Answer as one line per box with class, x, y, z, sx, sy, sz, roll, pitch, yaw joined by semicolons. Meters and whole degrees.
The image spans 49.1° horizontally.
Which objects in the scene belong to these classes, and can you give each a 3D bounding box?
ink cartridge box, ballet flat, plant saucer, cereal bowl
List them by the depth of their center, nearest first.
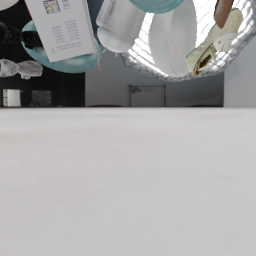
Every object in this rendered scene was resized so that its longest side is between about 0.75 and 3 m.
plant saucer;1.872;-2.635;5.205;0.258;1.498;1.498;16;7;6
plant saucer;0.566;-3.376;5.787;1.901;1.901;0.260;-2;20;-23
ink cartridge box;-1.349;-2.617;5.853;1.012;2.413;2.118;-12;-37;-2
ballet flat;2.593;-2.390;8.262;0.861;0.796;2.553;-12;-15;-22
plant saucer;-2.361;-3.217;10.318;2.949;2.949;0.404;-3;-33;-30
cereal bowl;1.590;-3.433;10.550;1.237;2.969;2.969;12;10;28

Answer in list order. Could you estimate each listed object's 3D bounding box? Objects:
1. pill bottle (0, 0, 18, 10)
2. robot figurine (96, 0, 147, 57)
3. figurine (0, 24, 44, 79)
pill bottle;-2.833;-3.256;5.395;0.941;1.679;0.941;-23;4;1
robot figurine;-0.182;-3.568;9.326;2.022;2.384;1.346;4;25;-48
figurine;-3.327;-2.292;8.673;0.689;1.602;1.563;17;14;16
